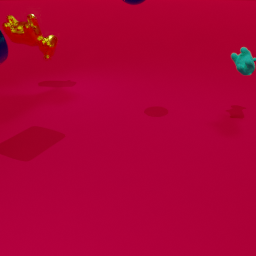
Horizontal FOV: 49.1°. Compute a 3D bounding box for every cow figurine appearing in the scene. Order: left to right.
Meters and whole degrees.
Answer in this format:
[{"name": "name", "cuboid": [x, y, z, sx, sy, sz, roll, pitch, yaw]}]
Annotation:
[{"name": "cow figurine", "cuboid": [-3.446, -3.213, 10.113, 1.712, 1.685, 0.940, 3, 58, 8]}, {"name": "cow figurine", "cuboid": [3.229, -1.765, 7.659, 0.972, 0.542, 0.987, 28, 45, -39]}]

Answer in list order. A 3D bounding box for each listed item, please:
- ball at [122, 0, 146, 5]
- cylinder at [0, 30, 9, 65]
[{"name": "ball", "cuboid": [0.129, -3.075, 6.008, 0.803, 0.803, 0.803, 0, 27, 0]}, {"name": "cylinder", "cuboid": [-3.158, -1.437, 5.150, 1.294, 1.294, 1.294, 14, 50, 25]}]
